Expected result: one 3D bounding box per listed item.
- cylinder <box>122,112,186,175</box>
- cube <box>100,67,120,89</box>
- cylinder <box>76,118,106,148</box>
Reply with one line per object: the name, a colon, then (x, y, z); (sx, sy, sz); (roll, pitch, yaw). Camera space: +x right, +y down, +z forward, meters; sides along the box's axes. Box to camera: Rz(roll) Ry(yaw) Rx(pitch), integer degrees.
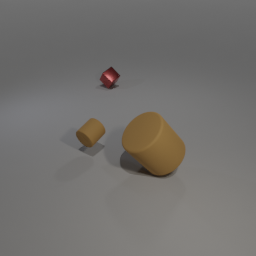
cylinder: (0.764, 0.468, 8.259); (1.400, 1.400, 1.400); (-26, 41, 25)
cube: (-0.962, -2.667, 14.845); (0.700, 0.700, 0.700); (46, 60, 2)
cylinder: (-1.208, 0.155, 9.103); (0.700, 0.700, 0.700); (19, 51, 31)
